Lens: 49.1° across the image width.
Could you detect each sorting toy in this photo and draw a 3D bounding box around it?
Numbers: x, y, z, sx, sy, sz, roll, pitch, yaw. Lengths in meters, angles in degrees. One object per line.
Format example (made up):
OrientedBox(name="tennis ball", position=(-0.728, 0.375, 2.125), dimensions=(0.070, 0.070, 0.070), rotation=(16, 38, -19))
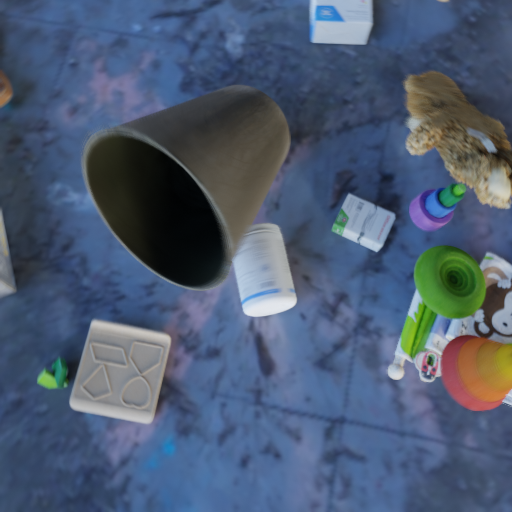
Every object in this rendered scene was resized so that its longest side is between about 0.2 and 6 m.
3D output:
OrientedBox(name="sorting toy", position=(-2.263, 1.647, 8.282), dimensions=(1.785, 0.263, 1.320), rotation=(11, 77, 0))
OrientedBox(name="sorting toy", position=(3.062, 0.425, 7.876), dimensions=(1.151, 1.143, 3.319), rotation=(-4, 71, -18))

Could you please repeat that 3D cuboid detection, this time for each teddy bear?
OrientedBox(name="teddy bear", position=(3.285, -1.762, 8.918), dimensions=(2.720, 0.908, 1.972), rotation=(43, 55, 18))

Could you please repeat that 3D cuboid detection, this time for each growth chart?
OrientedBox(name="growth chart", position=(3.895, 1.150, 8.448), dimensions=(3.424, 0.304, 2.478), rotation=(17, 72, 4))

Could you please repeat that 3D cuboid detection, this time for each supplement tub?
OrientedBox(name="supplement tub", position=(0.095, 0.222, 8.464), dimensions=(0.818, 0.818, 1.239), rotation=(-10, 71, -3))

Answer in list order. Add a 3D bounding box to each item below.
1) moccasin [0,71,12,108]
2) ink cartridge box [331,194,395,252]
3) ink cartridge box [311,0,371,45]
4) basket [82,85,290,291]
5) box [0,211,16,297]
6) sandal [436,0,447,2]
OrientedBox(name="moccasin", position=(-5.031, -3.435, 9.628), dimensions=(0.858, 0.905, 2.345), rotation=(-32, 75, -10))
OrientedBox(name="ink cartridge box", position=(1.715, -0.522, 8.958), dimensions=(0.829, 0.344, 0.608), rotation=(26, 74, 8))
OrientedBox(name="ink cartridge box", position=(1.540, -4.768, 10.237), dimensions=(1.013, 0.586, 1.744), rotation=(2, 71, 0))
OrientedBox(name="basket", position=(-0.716, -1.265, 7.977), dimensions=(2.428, 1.831, 2.693), rotation=(52, 42, -16))
OrientedBox(name="box", position=(-5.418, -0.602, 8.747), dimensions=(2.562, 0.782, 3.235), rotation=(-18, 73, -6))
OrientedBox(name="sandal", position=(3.773, -5.595, 10.537), dimensions=(0.608, 0.545, 1.657), rotation=(22, 73, 7))
